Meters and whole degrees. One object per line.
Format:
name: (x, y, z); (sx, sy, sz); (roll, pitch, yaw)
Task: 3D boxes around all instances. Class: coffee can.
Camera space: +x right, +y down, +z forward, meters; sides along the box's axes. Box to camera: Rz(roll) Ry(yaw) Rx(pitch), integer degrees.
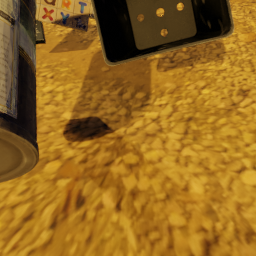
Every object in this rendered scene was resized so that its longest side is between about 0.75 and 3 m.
coffee can: (-2.302, -0.846, 3.809); (2.067, 2.067, 2.825); (-6, 64, -7)

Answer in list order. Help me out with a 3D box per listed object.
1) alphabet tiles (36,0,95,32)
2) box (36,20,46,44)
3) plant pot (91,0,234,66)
alphabet tiles: (-1.473, -3.864, 7.940); (2.679, 0.101, 2.239); (8, 81, -19)
box: (-3.295, -3.412, 8.744); (1.144, 1.541, 0.825); (-9, 10, -10)
plant pot: (0.643, -2.827, 6.191); (2.486, 2.492, 2.211); (-12, 8, 11)
